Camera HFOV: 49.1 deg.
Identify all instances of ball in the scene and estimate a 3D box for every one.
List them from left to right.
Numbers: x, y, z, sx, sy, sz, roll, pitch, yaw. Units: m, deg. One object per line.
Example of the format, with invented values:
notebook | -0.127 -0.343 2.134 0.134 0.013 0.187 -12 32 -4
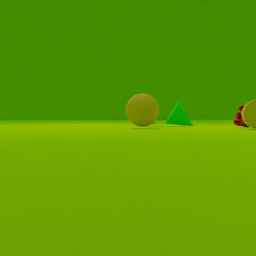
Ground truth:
ball | 0.409 -0.502 7.931 0.933 0.933 0.933 0 2 0

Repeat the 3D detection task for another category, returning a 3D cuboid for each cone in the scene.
cone | 2.030 -0.317 10.399 0.939 0.935 0.935 31 3 2

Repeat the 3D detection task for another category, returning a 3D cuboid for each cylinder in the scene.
cylinder | 3.305 -0.357 7.114 0.739 0.739 0.739 1 2 18

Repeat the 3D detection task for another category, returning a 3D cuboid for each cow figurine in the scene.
cow figurine | 3.833 -0.302 8.456 1.088 0.607 1.106 16 -16 15

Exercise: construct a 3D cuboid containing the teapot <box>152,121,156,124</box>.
teapot | 0.659 -0.661 10.606 0.868 1.397 0.684 -41 -28 15
